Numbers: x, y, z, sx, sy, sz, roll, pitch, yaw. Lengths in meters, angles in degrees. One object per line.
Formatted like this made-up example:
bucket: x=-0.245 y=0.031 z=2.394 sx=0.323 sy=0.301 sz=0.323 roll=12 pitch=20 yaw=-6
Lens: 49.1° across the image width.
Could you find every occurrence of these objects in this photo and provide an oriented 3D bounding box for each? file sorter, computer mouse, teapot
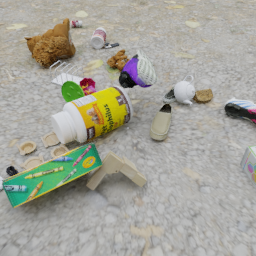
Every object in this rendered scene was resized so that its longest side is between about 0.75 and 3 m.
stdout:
file sorter: x=-2.960 y=-2.610 z=13.666 sx=1.393 sy=0.867 sz=0.967 roll=19 pitch=45 yaw=20
computer mouse: x=-4.350 y=1.814 z=9.020 sx=1.720 sy=0.377 sz=0.943 roll=-22 pitch=47 yaw=-23
teapot: x=2.592 y=-1.627 z=12.324 sx=0.769 sy=1.053 sz=1.039 roll=-8 pitch=30 yaw=49

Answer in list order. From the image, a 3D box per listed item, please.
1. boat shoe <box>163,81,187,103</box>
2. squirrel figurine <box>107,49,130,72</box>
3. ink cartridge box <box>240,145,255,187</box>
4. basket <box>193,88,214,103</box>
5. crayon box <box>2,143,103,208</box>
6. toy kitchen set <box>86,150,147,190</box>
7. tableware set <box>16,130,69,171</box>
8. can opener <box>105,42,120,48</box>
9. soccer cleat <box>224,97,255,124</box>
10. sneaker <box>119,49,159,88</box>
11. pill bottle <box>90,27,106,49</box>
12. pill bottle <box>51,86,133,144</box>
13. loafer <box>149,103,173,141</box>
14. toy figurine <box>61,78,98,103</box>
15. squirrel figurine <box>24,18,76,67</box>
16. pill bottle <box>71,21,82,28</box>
boat shoe: x=2.181 y=-1.704 z=12.894 sx=0.574 sy=0.517 sz=1.624 roll=32 pitch=50 yaw=31
squirrel figurine: x=-0.514 y=-3.436 z=14.804 sx=1.189 sy=0.841 sz=1.109 roll=-6 pitch=50 yaw=14
ink cartridge box: x=4.362 y=1.464 z=9.020 sx=0.516 sy=0.903 sz=1.739 roll=-8 pitch=42 yaw=-9
basket: x=3.400 y=-1.392 z=12.746 sx=0.805 sy=0.600 sz=0.575 roll=-11 pitch=75 yaw=-12
crayon box: x=-2.313 y=1.378 z=8.540 sx=2.734 sy=1.624 sz=0.796 roll=-24 pitch=91 yaw=-25
toy kitchen set: x=-0.371 y=1.622 z=9.243 sx=1.440 sy=1.299 sz=1.175 roll=37 pitch=3 yaw=-6
tableware set: x=-3.109 y=0.811 z=10.271 sx=1.949 sy=0.226 sz=1.628 roll=-24 pitch=47 yaw=-25
can opener: x=-0.964 y=-5.010 z=16.791 sx=0.943 sy=0.315 sz=0.251 roll=-20 pitch=45 yaw=-22
soccer cleat: x=5.198 y=-0.685 z=11.516 sx=2.357 sy=0.823 sz=1.018 roll=27 pitch=47 yaw=27
sneaker: x=0.280 y=-1.959 z=10.746 sx=1.440 sy=1.006 sz=2.895 roll=-39 pitch=20 yaw=20
pill bottle: x=-1.747 y=-5.451 z=16.906 sx=0.827 sy=0.827 sz=1.448 roll=3 pitch=42 yaw=4
pill bottle: x=-1.352 y=-0.460 z=10.676 sx=2.895 sy=1.581 sz=1.581 roll=-25 pitch=47 yaw=-25
loafer: x=1.332 y=-0.305 z=11.183 sx=0.757 sy=0.684 sz=2.002 roll=10 pitch=42 yaw=11
toy figurine: x=-1.883 y=-1.662 z=12.601 sx=1.643 sy=1.233 sz=1.512 roll=37 pitch=40 yaw=7
squirrel figurine: x=-4.378 y=-4.541 z=15.203 sx=2.500 sy=1.896 sz=2.679 roll=-5 pitch=38 yaw=4
pill bottle: x=-3.503 y=-7.075 z=19.042 sx=0.751 sy=0.429 sz=0.429 roll=-6 pitch=42 yaw=-6
